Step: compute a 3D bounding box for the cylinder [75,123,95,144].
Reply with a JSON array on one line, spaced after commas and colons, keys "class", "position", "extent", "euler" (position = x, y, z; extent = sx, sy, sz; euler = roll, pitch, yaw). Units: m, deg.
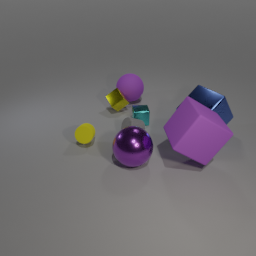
[{"class": "cylinder", "position": [-1.645, 0.199, 10.786], "extent": [0.700, 0.700, 0.700], "euler": [0, 9, 1]}]

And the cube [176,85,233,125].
[{"class": "cube", "position": [3.074, -0.603, 11.205], "extent": [1.400, 1.400, 1.400], "euler": [-47, 43, -4]}]

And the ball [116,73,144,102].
[{"class": "ball", "position": [0.102, -2.038, 14.129], "extent": [1.400, 1.400, 1.400], "euler": [0, 30, 0]}]

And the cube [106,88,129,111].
[{"class": "cube", "position": [-0.495, -1.325, 13.169], "extent": [0.700, 0.700, 0.700], "euler": [-35, 65, 11]}]

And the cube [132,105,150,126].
[{"class": "cube", "position": [0.556, -0.561, 12.389], "extent": [0.700, 0.700, 0.700], "euler": [-3, 30, -4]}]

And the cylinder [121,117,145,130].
[{"class": "cylinder", "position": [0.203, -0.034, 11.220], "extent": [0.700, 0.700, 0.700], "euler": [11, 19, -38]}]

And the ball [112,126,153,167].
[{"class": "ball", "position": [0.164, 0.633, 9.582], "extent": [1.400, 1.400, 1.400], "euler": [0, 30, 0]}]

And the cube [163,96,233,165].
[{"class": "cube", "position": [2.236, 0.084, 9.170], "extent": [1.400, 1.400, 1.400], "euler": [26, 24, -21]}]
